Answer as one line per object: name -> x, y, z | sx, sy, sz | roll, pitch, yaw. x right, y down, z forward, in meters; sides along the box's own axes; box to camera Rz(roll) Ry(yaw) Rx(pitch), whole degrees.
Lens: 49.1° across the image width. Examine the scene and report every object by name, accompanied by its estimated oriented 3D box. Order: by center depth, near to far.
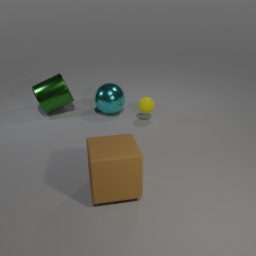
cube -> -0.408, 1.120, 8.042 | 1.400, 1.400, 1.400 | -5, 25, -10
ball -> 0.791, -0.975, 12.075 | 0.700, 0.700, 0.700 | 0, 29, 0
ball -> -0.823, -1.341, 12.712 | 1.400, 1.400, 1.400 | 0, 29, 0
cylinder -> -3.384, -1.559, 12.721 | 1.400, 1.400, 1.400 | -27, 34, -6
